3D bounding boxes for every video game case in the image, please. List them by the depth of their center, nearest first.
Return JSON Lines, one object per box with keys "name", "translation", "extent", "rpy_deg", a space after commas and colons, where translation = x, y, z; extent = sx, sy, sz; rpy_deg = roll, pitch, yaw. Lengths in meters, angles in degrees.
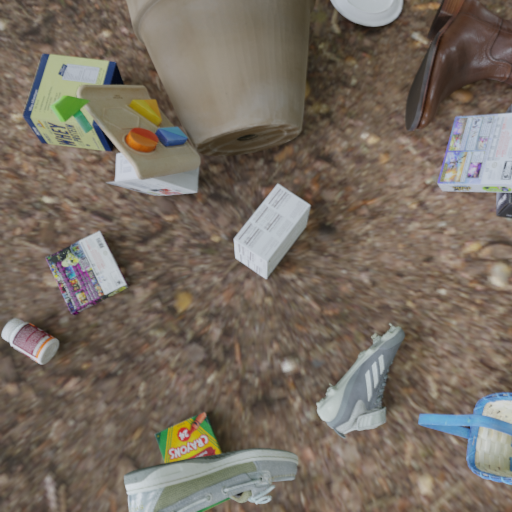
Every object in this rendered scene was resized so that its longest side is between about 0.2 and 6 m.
{"name": "video game case", "translation": [-2.690, 0.263, 8.912], "extent": [0.961, 0.190, 1.061], "rpy_deg": [-28, 73, -9]}
{"name": "video game case", "translation": [3.745, -1.685, 9.168], "extent": [1.208, 0.303, 1.333], "rpy_deg": [8, 72, 39]}

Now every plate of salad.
{"name": "plate of salad", "translation": [2.055, -4.936, 10.656], "extent": [1.494, 0.359, 1.494], "rpy_deg": [3, 72, -10]}

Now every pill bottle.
{"name": "pill bottle", "translation": [-3.404, 1.272, 8.435], "extent": [0.751, 0.429, 0.429], "rpy_deg": [28, 73, 9]}

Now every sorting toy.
{"name": "sorting toy", "translation": [-1.771, -1.781, 7.783], "extent": [0.311, 2.116, 1.564], "rpy_deg": [-41, 82, 33]}

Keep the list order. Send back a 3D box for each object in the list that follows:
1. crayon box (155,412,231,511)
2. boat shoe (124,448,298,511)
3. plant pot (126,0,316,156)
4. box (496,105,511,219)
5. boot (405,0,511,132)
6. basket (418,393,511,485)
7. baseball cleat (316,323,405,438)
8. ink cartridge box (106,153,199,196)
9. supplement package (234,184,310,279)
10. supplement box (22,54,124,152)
{"name": "crayon box", "translation": [-0.841, 2.946, 7.911], "extent": [0.787, 0.315, 1.239], "rpy_deg": [-23, 73, -8]}
{"name": "boat shoe", "translation": [-0.378, 2.336, 5.656], "extent": [1.942, 0.716, 0.623], "rpy_deg": [7, 64, -38]}
{"name": "plant pot", "translation": [-0.378, -3.064, 8.900], "extent": [2.986, 2.986, 2.591], "rpy_deg": [-9, 88, -3]}
{"name": "box", "translation": [5.299, -1.415, 9.291], "extent": [2.397, 0.579, 1.899], "rpy_deg": [10, 71, 3]}
{"name": "boot", "translation": [4.503, -2.971, 9.668], "extent": [3.359, 1.079, 3.130], "rpy_deg": [22, 73, 3]}
{"name": "basket", "translation": [3.244, 2.414, 7.531], "extent": [1.679, 1.481, 1.168], "rpy_deg": [16, 73, -14]}
{"name": "baseball cleat", "translation": [1.712, 1.878, 8.200], "extent": [0.942, 0.617, 1.770], "rpy_deg": [44, 86, 8]}
{"name": "ink cartridge box", "translation": [-1.626, -1.284, 8.784], "extent": [0.973, 1.108, 0.465], "rpy_deg": [-1, 83, 35]}
{"name": "supplement package", "translation": [0.246, -0.361, 8.758], "extent": [0.635, 0.892, 1.145], "rpy_deg": [35, 74, 11]}
{"name": "supplement box", "translation": [-3.047, -2.605, 9.559], "extent": [1.282, 0.861, 1.283], "rpy_deg": [8, 71, 3]}
